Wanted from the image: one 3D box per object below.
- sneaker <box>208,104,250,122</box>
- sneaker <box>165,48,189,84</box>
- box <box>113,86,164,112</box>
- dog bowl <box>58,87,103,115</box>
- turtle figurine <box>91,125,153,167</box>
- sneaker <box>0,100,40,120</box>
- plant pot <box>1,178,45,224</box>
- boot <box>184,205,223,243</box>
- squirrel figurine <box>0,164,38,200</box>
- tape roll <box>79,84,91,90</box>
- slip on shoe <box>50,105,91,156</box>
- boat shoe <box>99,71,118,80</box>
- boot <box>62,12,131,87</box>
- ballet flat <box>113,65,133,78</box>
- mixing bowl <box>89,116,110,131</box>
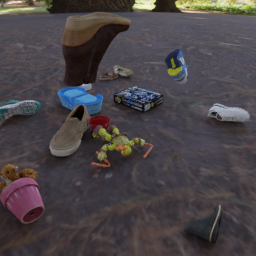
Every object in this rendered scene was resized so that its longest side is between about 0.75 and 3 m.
[{"bbox_3d":[4.407,-0.538,12.308,1.741,0.665,0.701,15,41,37],"label":"sneaker"},{"bbox_3d":[1.975,-2.456,11.184,0.720,0.801,1.948,-28,36,30],"label":"sneaker"},{"bbox_3d":[0.516,-1.505,14.086,2.022,0.465,1.607,22,36,34],"label":"box"},{"bbox_3d":[-2.309,-1.326,13.605,2.568,0.637,1.432,25,38,37],"label":"dog bowl"},{"bbox_3d":[-0.505,0.509,10.126,2.462,0.793,1.985,-17,33,-28],"label":"turtle figurine"},{"bbox_3d":[-5.067,-1.025,12.868,1.944,0.754,0.887,-11,38,-22],"label":"sneaker"},{"bbox_3d":[-2.712,1.977,7.435,0.997,0.997,0.892,-22,52,-34],"label":"plant pot"},{"bbox_3d":[1.980,2.346,7.244,0.792,0.443,1.145,9,29,25],"label":"boot"},{"bbox_3d":[-3.168,1.495,8.023,1.076,1.004,0.762,-16,12,-42],"label":"squirrel figurine"},{"bbox_3d":[-2.556,-2.419,15.891,0.920,0.322,0.920,0,30,0],"label":"tape roll"},{"bbox_3d":[-2.184,0.022,10.908,1.106,0.881,2.908,8,30,14],"label":"slip on shoe"},{"bbox_3d":[-1.168,-3.241,17.245,1.222,0.439,0.463,-13,32,-22],"label":"boat shoe"},{"bbox_3d":[-0.941,-2.317,8.277,2.328,1.936,0.842,-22,45,-39],"label":"boot"},{"bbox_3d":[-0.446,-3.572,17.782,1.706,0.603,0.603,24,37,36],"label":"ballet flat"},{"bbox_3d":[-1.167,-0.108,11.560,0.899,0.487,0.899,1,29,0],"label":"mixing bowl"}]
